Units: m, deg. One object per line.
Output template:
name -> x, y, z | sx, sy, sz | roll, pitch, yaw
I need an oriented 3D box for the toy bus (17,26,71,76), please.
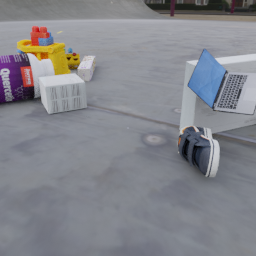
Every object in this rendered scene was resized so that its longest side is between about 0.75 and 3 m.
toy bus -> -3.828, -3.000, 11.683 | 2.488, 2.388, 1.688 | 4, 27, 11

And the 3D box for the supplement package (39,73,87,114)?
supplement package -> -2.222, -1.199, 9.510 | 1.296, 0.953, 1.239 | -11, 28, -22

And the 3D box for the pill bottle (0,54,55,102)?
pill bottle -> -4.142, -1.770, 9.951 | 2.858, 1.607, 1.607 | -12, 28, -23

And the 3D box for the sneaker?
sneaker -> 1.509, 0.476, 6.234 | 0.792, 0.782, 1.995 | 8, 15, 6

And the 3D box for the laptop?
laptop -> 2.185, -1.049, 6.157 | 1.320, 0.765, 1.236 | 11, 58, 31

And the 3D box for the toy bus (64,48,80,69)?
toy bus -> -3.085, -3.371, 14.356 | 1.410, 0.729, 1.330 | -20, -21, 35

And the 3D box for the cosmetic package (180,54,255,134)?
cosmetic package -> 2.774, -0.929, 7.753 | 2.633, 1.985, 0.680 | -10, 27, -21

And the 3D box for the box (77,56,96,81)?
box -> -1.973, -2.955, 13.640 | 0.567, 0.607, 2.929 | -1, 25, -1
